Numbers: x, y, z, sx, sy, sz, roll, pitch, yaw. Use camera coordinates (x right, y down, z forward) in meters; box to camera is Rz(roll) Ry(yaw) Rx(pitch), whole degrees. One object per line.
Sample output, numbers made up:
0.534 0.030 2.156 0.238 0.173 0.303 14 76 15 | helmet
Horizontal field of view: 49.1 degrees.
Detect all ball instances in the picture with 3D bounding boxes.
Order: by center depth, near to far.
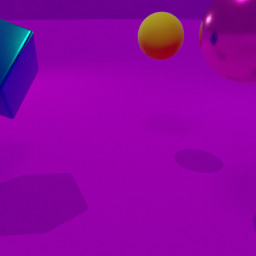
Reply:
1.621 -1.244 3.670 1.335 1.335 1.335 0 23 0 | ball
0.663 -1.849 5.671 0.920 0.920 0.920 0 23 0 | ball

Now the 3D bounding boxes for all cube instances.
-2.215 -0.994 4.489 1.113 1.113 1.113 20 66 -5 | cube
